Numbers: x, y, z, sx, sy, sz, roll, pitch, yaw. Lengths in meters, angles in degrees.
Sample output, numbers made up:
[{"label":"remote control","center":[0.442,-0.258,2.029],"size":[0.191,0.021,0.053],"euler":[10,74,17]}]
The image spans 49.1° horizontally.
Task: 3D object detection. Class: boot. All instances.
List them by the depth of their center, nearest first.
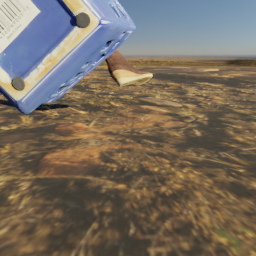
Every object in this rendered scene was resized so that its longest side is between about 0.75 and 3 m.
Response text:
[{"label":"boot","center":[-0.009,-2.083,9.332],"size":[1.632,1.358,0.590],"euler":[-16,-17,-41]}]

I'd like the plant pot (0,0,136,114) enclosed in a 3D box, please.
[{"label":"plant pot","center":[-1.780,-2.122,5.496],"size":[2.868,2.868,2.579],"euler":[-39,13,14]}]
